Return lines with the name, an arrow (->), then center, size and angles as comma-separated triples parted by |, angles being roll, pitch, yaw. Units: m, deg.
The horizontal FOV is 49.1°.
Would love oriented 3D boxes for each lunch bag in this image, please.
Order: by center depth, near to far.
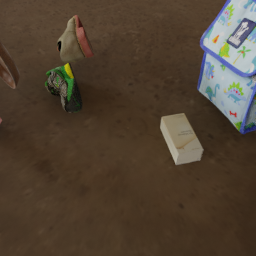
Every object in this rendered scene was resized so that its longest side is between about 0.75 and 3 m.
lunch bag -> 3.116, -1.711, 7.131 | 1.847, 2.899, 2.464 | -9, 39, -15

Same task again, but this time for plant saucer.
plant saucer -> -3.803, -2.101, 8.180 | 0.352, 2.041, 2.041 | -39, 58, -22

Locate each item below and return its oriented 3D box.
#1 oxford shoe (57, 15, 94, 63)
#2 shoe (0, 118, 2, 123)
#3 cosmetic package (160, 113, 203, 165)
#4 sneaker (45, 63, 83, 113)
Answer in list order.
oxford shoe -> -1.934, -3.014, 9.401 | 1.097, 1.033, 2.933 | -24, 33, 0
shoe -> -4.228, -0.658, 7.618 | 0.925, 1.178, 2.589 | -31, 43, -10
cosmetic package -> 1.354, 0.257, 7.244 | 0.674, 0.476, 1.301 | -10, 47, -10
sneaker -> -1.940, -1.121, 8.394 | 0.931, 0.852, 2.185 | -19, 41, -7
